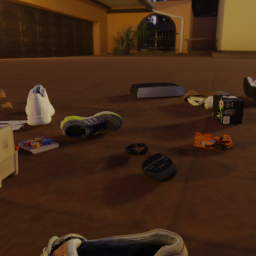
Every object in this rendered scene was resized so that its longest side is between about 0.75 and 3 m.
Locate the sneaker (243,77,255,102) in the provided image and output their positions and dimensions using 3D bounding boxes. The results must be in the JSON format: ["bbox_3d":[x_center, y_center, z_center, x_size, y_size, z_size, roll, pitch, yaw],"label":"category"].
[{"bbox_3d":[6.903,-2.036,14.048,1.581,1.095,2.619,-4,25,4],"label":"sneaker"}]

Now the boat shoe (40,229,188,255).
[{"bbox_3d":[-0.633,1.600,2.976,2.636,0.902,0.985,-4,18,-12],"label":"boat shoe"}]

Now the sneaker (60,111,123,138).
[{"bbox_3d":[-1.102,-0.003,8.608,1.952,0.721,0.790,-9,25,-5],"label":"sneaker"}]

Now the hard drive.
[{"bbox_3d":[1.551,-2.059,15.074,2.646,0.560,1.785,-4,18,-14],"label":"hard drive"}]

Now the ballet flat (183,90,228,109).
[{"bbox_3d":[3.403,-1.234,12.416,2.256,0.765,0.816,17,45,44],"label":"ballet flat"}]

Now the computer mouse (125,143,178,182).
[{"bbox_3d":[0.480,0.790,6.610,0.646,0.375,2.204,-29,20,-12],"label":"computer mouse"}]

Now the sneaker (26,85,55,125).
[{"bbox_3d":[-3.360,-1.024,10.611,1.090,1.282,2.896,-7,16,-18],"label":"sneaker"}]

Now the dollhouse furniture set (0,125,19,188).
[{"bbox_3d":[-3.571,0.494,6.012,2.257,1.175,2.282,4,18,11],"label":"dollhouse furniture set"}]

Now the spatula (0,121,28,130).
[{"bbox_3d":[-4.493,-0.089,9.580,1.880,0.151,1.307,0,19,-1],"label":"spatula"}]

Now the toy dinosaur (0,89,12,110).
[{"bbox_3d":[-5.581,-0.854,11.249,1.581,0.899,2.977,-29,21,-26],"label":"toy dinosaur"}]

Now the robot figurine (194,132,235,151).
[{"bbox_3d":[2.418,0.369,7.841,1.082,0.315,0.785,4,20,12],"label":"robot figurine"}]

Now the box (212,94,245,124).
[{"bbox_3d":[3.635,-0.704,10.264,0.748,0.894,1.203,0,18,0],"label":"box"}]

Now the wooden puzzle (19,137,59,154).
[{"bbox_3d":[-2.508,0.428,7.844,0.811,0.203,0.876,-16,24,-42],"label":"wooden puzzle"}]
